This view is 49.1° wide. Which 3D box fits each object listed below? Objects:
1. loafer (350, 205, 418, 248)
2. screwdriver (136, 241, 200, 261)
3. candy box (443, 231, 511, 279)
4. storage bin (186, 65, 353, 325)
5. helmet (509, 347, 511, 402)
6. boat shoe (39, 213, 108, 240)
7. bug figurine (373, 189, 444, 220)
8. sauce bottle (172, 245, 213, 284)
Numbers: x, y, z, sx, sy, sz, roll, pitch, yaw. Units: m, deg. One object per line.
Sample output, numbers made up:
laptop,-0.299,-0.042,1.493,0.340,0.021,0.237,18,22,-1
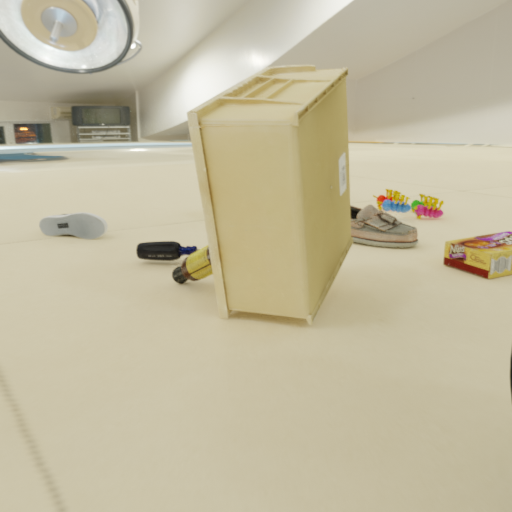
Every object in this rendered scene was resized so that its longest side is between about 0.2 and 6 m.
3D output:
loafer,2.122,-0.749,11.746,2.635,0.828,0.947,12,19,39
screwdriver,-0.837,-0.140,9.851,2.597,0.378,0.362,-5,9,6
candy box,4.247,-0.039,9.746,1.704,0.481,0.994,-9,18,-26
storage bin,0.438,-0.960,7.577,1.280,2.731,2.711,5,30,21
helmet,2.728,0.692,3.012,2.626,2.504,2.626,-8,25,4
boat shoe,-3.863,-0.671,12.123,1.667,0.583,0.552,-3,15,21
bug figurine,3.905,-1.310,14.440,1.724,0.572,2.223,8,11,6
sauce bottle,-0.843,0.131,8.361,0.428,0.428,1.324,-13,-6,-40
